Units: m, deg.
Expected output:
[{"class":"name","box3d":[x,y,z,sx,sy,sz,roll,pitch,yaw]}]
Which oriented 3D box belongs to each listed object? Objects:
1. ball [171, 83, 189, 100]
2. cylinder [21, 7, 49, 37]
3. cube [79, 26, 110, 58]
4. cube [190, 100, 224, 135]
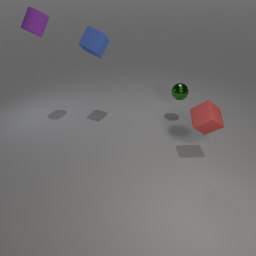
[{"class":"ball","box3d":[2.129,-1.484,11.460,0.700,0.700,0.700,0,29,0]},{"class":"cylinder","box3d":[-2.984,-3.399,9.003,0.700,0.700,0.700,24,9,-4]},{"class":"cube","box3d":[-1.142,-2.916,9.556,0.700,0.700,0.700,28,1,7]},{"class":"cube","box3d":[2.436,-0.311,8.643,0.700,0.700,0.700,26,50,-39]}]
